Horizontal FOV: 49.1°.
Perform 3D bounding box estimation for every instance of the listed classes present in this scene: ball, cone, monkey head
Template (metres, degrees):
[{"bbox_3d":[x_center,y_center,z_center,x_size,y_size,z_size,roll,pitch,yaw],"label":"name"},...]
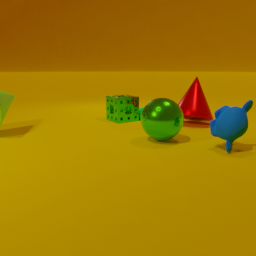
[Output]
[{"bbox_3d":[0.870,-0.227,7.163,1.095,1.095,1.095,0,13,0],"label":"ball"},{"bbox_3d":[2.202,-1.020,9.267,1.399,1.405,1.399,8,-3,0],"label":"cone"},{"bbox_3d":[2.428,-0.043,6.493,0.937,1.303,0.785,31,-7,-41],"label":"monkey head"},{"bbox_3d":[-3.713,-0.742,7.996,1.473,1.473,1.478,4,22,17],"label":"cone"}]

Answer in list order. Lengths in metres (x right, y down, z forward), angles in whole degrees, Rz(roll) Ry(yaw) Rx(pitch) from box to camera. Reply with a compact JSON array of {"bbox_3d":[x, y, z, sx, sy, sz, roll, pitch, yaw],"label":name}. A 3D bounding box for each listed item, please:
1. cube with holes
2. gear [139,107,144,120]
[{"bbox_3d":[-0.201,-0.696,9.913,0.853,0.853,0.853,-8,15,-32],"label":"cube with holes"},{"bbox_3d":[0.945,-0.602,10.408,1.481,0.274,1.481,-7,12,1],"label":"gear"}]
